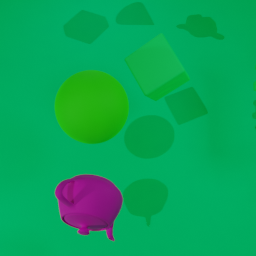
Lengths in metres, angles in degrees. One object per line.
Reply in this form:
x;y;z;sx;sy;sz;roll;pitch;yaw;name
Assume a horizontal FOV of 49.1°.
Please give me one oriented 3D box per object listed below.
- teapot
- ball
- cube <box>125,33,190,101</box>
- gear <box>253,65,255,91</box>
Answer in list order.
-0.558;1.215;4.188;0.979;1.575;0.771;-13;48;25;teapot
-0.580;-0.335;4.555;1.191;1.191;1.191;0;63;0;ball
0.573;-1.100;5.275;0.818;0.818;0.818;-32;79;16;cube
2.645;-0.995;4.532;0.300;1.621;1.621;8;63;-8;gear
